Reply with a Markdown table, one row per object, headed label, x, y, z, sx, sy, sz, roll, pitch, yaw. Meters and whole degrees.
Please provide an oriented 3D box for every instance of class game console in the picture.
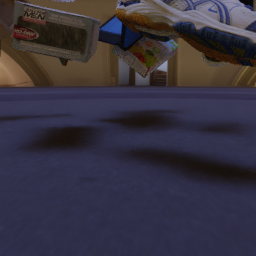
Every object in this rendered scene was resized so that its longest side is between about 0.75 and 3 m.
| label | x | y | z | sx | sy | sz | roll | pitch | yaw |
| --- | --- | --- | --- | --- | --- | --- | --- | --- | --- |
| game console | 0.255 | -3.351 | 7.353 | 1.472 | 2.488 | 2.124 | 40 | -19 | 11 |

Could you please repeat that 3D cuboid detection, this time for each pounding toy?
| label | x | y | z | sx | sy | sz | roll | pitch | yaw |
| --- | --- | --- | --- | --- | --- | --- | --- | --- | --- |
| pounding toy | -3.821 | -3.323 | 8.298 | 1.196 | 1.548 | 1.682 | -4 | -39 | 41 |

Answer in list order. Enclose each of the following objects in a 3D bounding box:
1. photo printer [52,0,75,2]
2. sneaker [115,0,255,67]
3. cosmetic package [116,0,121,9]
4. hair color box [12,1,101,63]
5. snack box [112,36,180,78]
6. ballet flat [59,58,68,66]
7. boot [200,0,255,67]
| label | x | y | z | sx | sy | sz | roll | pitch | yaw |
| --- | --- | --- | --- | --- | --- | --- | --- | --- | --- |
| photo printer | -1.640 | -3.021 | 6.225 | 0.977 | 0.339 | 0.812 | 10 | 26 | 4 |
| sneaker | 1.013 | -1.676 | 3.708 | 2.700 | 1.190 | 1.016 | 30 | 7 | 30 |
| cosmetic package | 0.825 | -4.121 | 9.673 | 2.281 | 1.179 | 0.995 | 14 | -6 | -26 |
| hair color box | -1.275 | -1.944 | 5.674 | 1.254 | 0.768 | 2.534 | 10 | 19 | -6 |
| snack box | 0.565 | -2.386 | 8.385 | 1.278 | 0.476 | 1.798 | 42 | 50 | 7 |
| ballet flat | -2.189 | -2.808 | 9.020 | 0.605 | 1.672 | 0.567 | -20 | 33 | 6 |
| boot | 2.505 | -2.844 | 6.798 | 1.035 | 2.859 | 2.062 | 16 | 11 | 15 |
